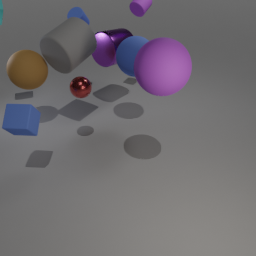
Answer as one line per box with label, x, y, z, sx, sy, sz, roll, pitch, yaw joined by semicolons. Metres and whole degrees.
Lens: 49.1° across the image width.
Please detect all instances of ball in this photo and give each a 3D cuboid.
ball;0.274;-2.516;9.887;1.400;1.400;1.400;0;32;0
ball;-3.578;-2.074;10.003;1.400;1.400;1.400;0;32;0
ball;-1.507;-1.295;8.927;0.700;0.700;0.700;0;32;0
ball;0.840;-1.480;6.840;1.400;1.400;1.400;0;32;0

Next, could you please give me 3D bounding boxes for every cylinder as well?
cylinder;-2.012;-2.805;9.530;1.400;1.400;1.400;20;53;28
cylinder;-2.053;-4.519;11.642;0.700;0.700;0.700;-5;74;16
cylinder;-0.607;-3.369;11.689;1.400;1.400;1.400;22;33;30
cylinder;0.527;-5.059;11.467;0.700;0.700;0.700;21;67;30

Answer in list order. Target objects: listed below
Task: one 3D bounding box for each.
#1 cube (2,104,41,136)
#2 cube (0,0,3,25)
cube;-2.884;-0.212;7.639;0.700;0.700;0.700;2;74;5
cube;-4.816;-4.159;9.826;0.700;0.700;0.700;-4;61;-31
